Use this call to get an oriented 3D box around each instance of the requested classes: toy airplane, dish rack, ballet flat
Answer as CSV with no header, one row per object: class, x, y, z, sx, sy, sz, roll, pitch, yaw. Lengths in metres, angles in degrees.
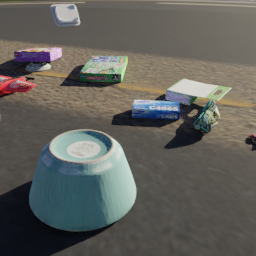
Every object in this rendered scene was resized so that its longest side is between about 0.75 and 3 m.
toy airplane,-4.670,-1.321,10.021,2.993,0.551,2.993,-3,28,2
dish rack,-2.372,-4.394,10.778,1.035,0.888,0.225,-15,-3,-29
ballet flat,2.438,-0.314,8.403,0.629,0.629,1.694,15,35,24

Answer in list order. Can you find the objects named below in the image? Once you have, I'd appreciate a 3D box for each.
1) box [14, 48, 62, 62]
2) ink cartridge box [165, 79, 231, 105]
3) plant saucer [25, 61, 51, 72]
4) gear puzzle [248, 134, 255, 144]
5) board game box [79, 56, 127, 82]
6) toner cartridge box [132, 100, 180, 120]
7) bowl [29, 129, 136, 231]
box,-4.333,-3.634,13.771,1.658,0.474,2.423,0,20,-1
ink cartridge box,2.484,-1.219,9.943,1.904,0.457,1.386,19,35,30
plant saucer,-4.237,-2.945,13.145,1.155,0.290,1.155,0,30,0
gear puzzle,4.049,0.254,7.654,1.346,0.176,0.697,-7,31,-13
board game box,-1.021,-2.718,12.638,1.781,0.385,2.647,3,30,5
toner cartridge box,0.899,-0.592,8.986,1.486,0.321,0.706,3,30,5
bowl,-0.901,0.807,5.624,2.205,1.153,2.205,2,27,-1
